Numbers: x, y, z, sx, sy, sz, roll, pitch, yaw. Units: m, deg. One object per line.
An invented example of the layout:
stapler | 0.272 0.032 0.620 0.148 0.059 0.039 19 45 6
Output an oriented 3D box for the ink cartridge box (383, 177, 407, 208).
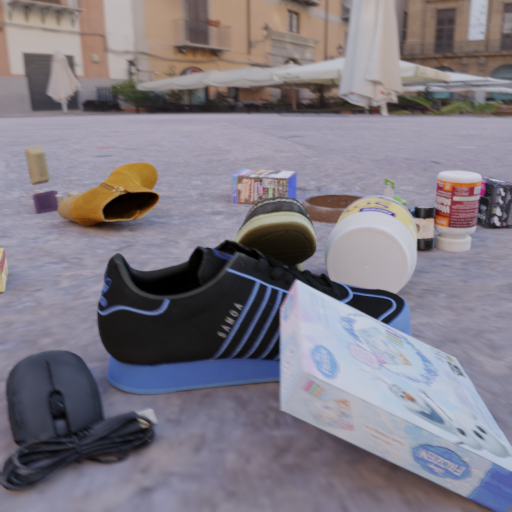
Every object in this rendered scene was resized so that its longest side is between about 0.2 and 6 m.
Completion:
ink cartridge box | 2.932 -1.196 11.835 0.322 0.850 0.628 -2 18 -6

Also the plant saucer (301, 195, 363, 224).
plant saucer | 1.814 -1.064 12.331 1.882 0.324 1.882 0 19 0

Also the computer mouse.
computer mouse | -1.701 1.213 4.868 1.201 0.457 1.734 -11 21 -29

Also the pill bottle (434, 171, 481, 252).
pill bottle | 3.467 -0.775 9.729 0.719 1.313 0.719 0 18 0

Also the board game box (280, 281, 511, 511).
board game box | 1.030 0.998 4.519 1.741 0.380 1.750 27 17 -5

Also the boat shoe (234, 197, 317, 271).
boat shoe | 0.209 -0.285 6.941 0.983 0.904 2.751 -3 -14 3

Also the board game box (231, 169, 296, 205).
board game box | 0.208 -1.680 13.654 1.390 0.673 1.108 5 18 14

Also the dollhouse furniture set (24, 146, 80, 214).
dollhouse furniture set | -4.839 -1.822 12.840 1.027 1.447 1.147 13 25 43

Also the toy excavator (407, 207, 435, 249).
toy excavator | 2.809 -0.558 10.241 1.440 0.740 1.481 -4 8 -12

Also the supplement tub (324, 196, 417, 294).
supplement tub | 1.609 -0.110 7.782 1.214 1.214 1.669 5 17 15

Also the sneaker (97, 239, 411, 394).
sneaker | 0.106 0.490 5.735 3.348 1.304 1.174 -6 18 -17

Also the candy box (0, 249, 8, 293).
candy box | -4.367 0.282 7.841 1.572 0.435 0.908 -6 19 -19

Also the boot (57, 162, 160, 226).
boot | -2.593 -1.280 11.774 1.968 0.967 2.749 7 29 41

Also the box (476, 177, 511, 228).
box | 4.815 -1.132 11.596 0.757 0.872 1.320 1 17 -10
